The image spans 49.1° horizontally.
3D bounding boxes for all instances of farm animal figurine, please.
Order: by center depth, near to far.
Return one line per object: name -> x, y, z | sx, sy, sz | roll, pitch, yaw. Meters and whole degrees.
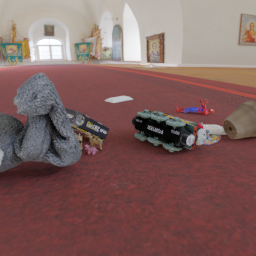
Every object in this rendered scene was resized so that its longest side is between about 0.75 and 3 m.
farm animal figurine -> -1.555, 0.438, 9.122 | 1.276, 0.665, 1.262 | -15, 23, -41

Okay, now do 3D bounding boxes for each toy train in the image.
toy train -> 1.392, 0.018, 9.813 | 1.565, 1.170, 2.747 | -5, 16, -39

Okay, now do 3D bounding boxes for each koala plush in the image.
koala plush -> -2.877, 0.276, 7.258 | 2.788, 2.562, 2.472 | -25, 20, -13

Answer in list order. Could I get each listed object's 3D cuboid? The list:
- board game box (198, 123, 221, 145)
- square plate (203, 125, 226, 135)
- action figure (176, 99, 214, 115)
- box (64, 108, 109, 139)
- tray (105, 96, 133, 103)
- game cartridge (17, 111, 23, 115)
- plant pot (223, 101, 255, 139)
board game box -> 2.236, -0.015, 10.887 | 2.672, 0.520, 2.111 | 5, 18, 14
square plate -> 3.431, 0.042, 11.223 | 1.053, 0.151, 1.063 | 1, 16, -11
action figure -> 3.424, -1.149, 14.097 | 1.840, 0.911, 0.600 | 10, 20, 23
box -> -1.985, -0.274, 10.218 | 2.136, 0.525, 1.722 | 16, -12, 39
tray -> -0.560, -1.806, 17.397 | 1.658, 0.184, 0.890 | -15, 22, -41
game cartridge -> -5.023, -0.804, 14.111 | 0.942, 0.191, 0.628 | 8, 22, 24
plant pot -> 4.246, -0.179, 10.387 | 1.180, 1.360, 1.360 | -21, 22, -14
